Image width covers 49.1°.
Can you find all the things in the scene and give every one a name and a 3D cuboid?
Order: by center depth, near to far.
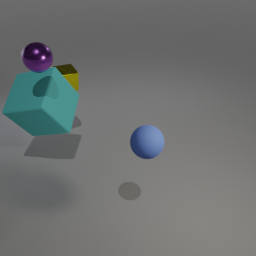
[{"bbox_3d":[0.391,0.288,5.746,0.700,0.700,0.700,0,32,0],"label":"ball"},{"bbox_3d":[-2.117,-1.650,6.569,0.700,0.700,0.700,0,32,0],"label":"ball"},{"bbox_3d":[-2.487,-0.724,8.233,1.400,1.400,1.400,-5,59,22],"label":"cube"},{"bbox_3d":[-2.120,-1.671,9.487,0.700,0.700,0.700,-16,44,-26],"label":"cube"}]
